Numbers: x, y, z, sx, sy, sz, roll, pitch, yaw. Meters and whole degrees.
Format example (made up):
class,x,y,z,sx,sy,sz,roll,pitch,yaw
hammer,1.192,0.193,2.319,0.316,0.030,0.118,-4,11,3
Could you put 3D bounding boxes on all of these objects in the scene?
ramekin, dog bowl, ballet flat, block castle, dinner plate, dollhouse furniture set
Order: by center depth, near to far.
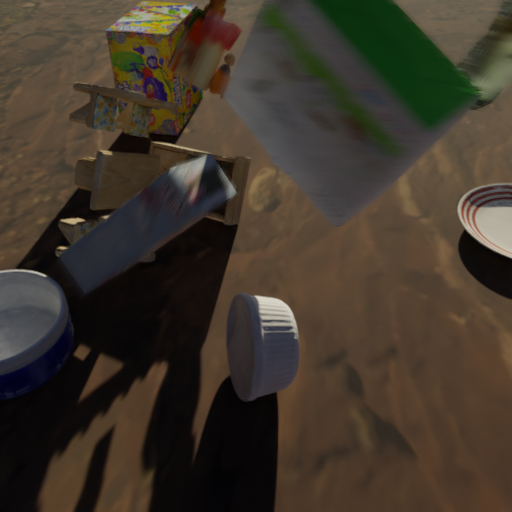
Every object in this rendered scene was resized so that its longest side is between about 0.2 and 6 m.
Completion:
class,x,y,z,sx,sy,sz,roll,pitch,yaw
ballet flat,3.084,-2.578,6.559,0.736,2.047,0.736,26,29,-15
ramekin,0.075,1.131,7.130,0.626,1.345,1.345,-1,39,-18
dog bowl,-3.457,1.045,7.633,1.815,0.715,1.815,0,40,0
dollhouse furniture set,-1.504,-1.173,8.998,1.807,2.551,2.777,15,12,19
block castle,-0.276,-3.318,9.379,1.979,1.390,2.962,21,16,-21
dinner plate,4.739,-0.525,9.831,2.366,0.287,2.366,-1,40,1

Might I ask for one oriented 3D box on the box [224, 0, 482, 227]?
class,x,y,z,sx,sy,sz,roll,pitch,yaw
box,0.847,-1.661,5.888,1.009,1.841,2.087,-36,81,-30

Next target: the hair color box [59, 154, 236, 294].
class,x,y,z,sx,sy,sz,roll,pitch,yaw
hair color box,-1.189,-0.341,6.134,1.829,0.555,0.906,-32,5,28

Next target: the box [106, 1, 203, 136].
class,x,y,z,sx,sy,sz,roll,pitch,yaw
box,-2.198,-4.277,12.717,1.375,2.253,2.170,8,41,9
